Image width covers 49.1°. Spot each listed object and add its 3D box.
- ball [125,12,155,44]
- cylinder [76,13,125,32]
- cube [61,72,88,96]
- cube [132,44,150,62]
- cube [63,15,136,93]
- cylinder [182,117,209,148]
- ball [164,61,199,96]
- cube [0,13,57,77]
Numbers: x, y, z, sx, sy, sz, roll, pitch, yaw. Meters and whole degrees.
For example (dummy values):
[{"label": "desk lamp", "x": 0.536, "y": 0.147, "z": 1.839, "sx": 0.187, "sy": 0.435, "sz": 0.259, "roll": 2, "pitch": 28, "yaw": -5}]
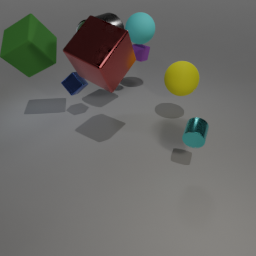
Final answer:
[{"label": "ball", "x": 0.565, "y": -4.628, "z": 13.039, "sx": 1.400, "sy": 1.400, "sz": 1.400, "roll": 0, "pitch": 31, "yaw": 0}, {"label": "cylinder", "x": -1.060, "y": -3.648, "z": 10.958, "sx": 1.400, "sy": 1.400, "sz": 1.400, "roll": 21, "pitch": 40, "yaw": 30}, {"label": "cube", "x": -2.228, "y": -1.872, "z": 11.778, "sx": 0.700, "sy": 0.700, "sz": 0.700, "roll": -38, "pitch": 3, "yaw": 18}, {"label": "cube", "x": 0.612, "y": -3.859, "z": 14.313, "sx": 0.700, "sy": 0.700, "sz": 0.700, "roll": 26, "pitch": 32, "yaw": 23}, {"label": "cube", "x": -0.790, "y": -2.183, "z": 8.388, "sx": 1.400, "sy": 1.400, "sz": 1.400, "roll": 30, "pitch": 77, "yaw": 21}, {"label": "cylinder", "x": 2.103, "y": 0.147, "z": 8.709, "sx": 0.700, "sy": 0.700, "sz": 0.700, "roll": 12, "pitch": 47, "yaw": 18}, {"label": "ball", "x": 2.167, "y": -1.992, "z": 11.333, "sx": 1.400, "sy": 1.400, "sz": 1.400, "roll": 0, "pitch": 31, "yaw": 0}, {"label": "cube", "x": -3.644, "y": -3.024, "z": 10.415, "sx": 1.400, "sy": 1.400, "sz": 1.400, "roll": -21, "pitch": 57, "yaw": 22}]
